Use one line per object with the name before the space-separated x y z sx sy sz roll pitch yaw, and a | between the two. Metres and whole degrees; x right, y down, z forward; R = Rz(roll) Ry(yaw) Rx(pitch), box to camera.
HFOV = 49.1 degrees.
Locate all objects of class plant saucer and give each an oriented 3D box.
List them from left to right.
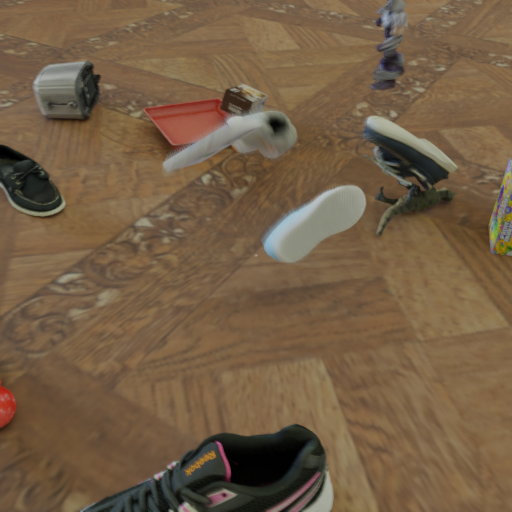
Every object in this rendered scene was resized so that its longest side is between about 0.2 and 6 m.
plant saucer | -1.392 -3.100 13.394 2.068 0.380 2.072 -15 43 -24

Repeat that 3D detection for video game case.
video game case | -0.511 -1.354 6.806 0.988 0.129 1.085 -26 6 20

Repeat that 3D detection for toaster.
toaster | -4.813 -4.275 14.320 1.258 1.107 1.948 -1 43 2

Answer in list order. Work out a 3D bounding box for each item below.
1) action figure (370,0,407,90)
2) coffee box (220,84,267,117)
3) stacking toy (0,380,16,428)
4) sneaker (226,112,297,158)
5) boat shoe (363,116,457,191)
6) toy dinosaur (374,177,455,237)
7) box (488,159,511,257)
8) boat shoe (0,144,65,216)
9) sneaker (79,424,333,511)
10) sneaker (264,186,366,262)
action figure | 2.305 -3.725 9.664 0.585 1.685 1.096 6 54 13
coffee box | -0.296 -3.800 13.816 0.743 0.518 1.299 26 27 8
stacking toy | -3.937 1.553 7.649 2.065 0.882 0.882 36 51 28
sneaker | 0.377 -2.315 10.574 0.957 0.787 2.080 -9 6 33
boat shoe | 2.615 -1.740 9.880 2.633 0.814 0.986 6 40 -50
toy dinosaur | 2.953 -1.137 11.022 2.224 0.528 0.980 -24 53 -24
box | 5.017 -0.761 9.815 1.434 1.489 0.908 10 41 11
boat shoe | -4.718 -1.622 11.385 0.899 0.798 2.407 -27 47 -28
sneaker | -0.655 2.530 6.003 3.136 1.354 1.260 -17 41 -18
sneaker | 0.820 -0.529 8.326 1.747 0.646 0.716 -31 19 -21
